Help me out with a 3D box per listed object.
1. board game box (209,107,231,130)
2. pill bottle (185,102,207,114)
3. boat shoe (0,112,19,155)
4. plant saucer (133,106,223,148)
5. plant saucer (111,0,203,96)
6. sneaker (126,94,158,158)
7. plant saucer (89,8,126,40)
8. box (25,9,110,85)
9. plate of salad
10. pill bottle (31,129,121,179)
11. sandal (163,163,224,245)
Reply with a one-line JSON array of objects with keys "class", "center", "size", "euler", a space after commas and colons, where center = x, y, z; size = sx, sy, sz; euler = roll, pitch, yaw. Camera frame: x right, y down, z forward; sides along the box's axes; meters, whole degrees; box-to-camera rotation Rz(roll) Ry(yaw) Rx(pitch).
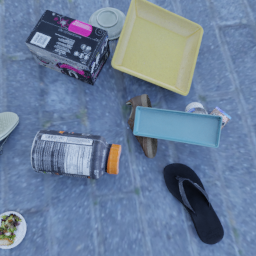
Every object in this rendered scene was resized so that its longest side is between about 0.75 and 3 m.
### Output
[{"class": "board game box", "center": [2.975, -0.205, 9.513], "size": [0.633, 0.385, 0.794], "euler": [40, 76, 13]}, {"class": "pill bottle", "center": [2.221, -0.231, 8.942], "size": [0.726, 0.726, 1.277], "euler": [0, 38, 0]}, {"class": "boat shoe", "center": [-4.539, 0.545, 9.040], "size": [1.007, 0.840, 2.699], "euler": [21, 56, 14]}, {"class": "plant saucer", "center": [1.413, -0.057, 8.306], "size": [2.603, 0.247, 0.910], "euler": [9, 95, 24]}, {"class": "plant saucer", "center": [1.022, -2.773, 9.885], "size": [2.845, 0.689, 2.845], "euler": [20, 75, -13]}, {"class": "sneaker", "center": [0.445, -0.019, 9.386], "size": [0.834, 0.778, 2.208], "euler": [-12, 70, 21]}, {"class": "plant saucer", "center": [-0.784, -4.162, 10.913], "size": [1.551, 0.389, 1.551], "euler": [0, 71, -1]}, {"class": "box", "center": [-2.039, -2.791, 9.906], "size": [2.400, 1.377, 1.586], "euler": [22, 74, 9]}, {"class": "plate of salad", "center": [-3.619, 3.064, 8.433], "size": [1.068, 0.256, 1.068], "euler": [0, 70, 1]}, {"class": "pill bottle", "center": [-1.510, 0.839, 8.635], "size": [2.569, 1.365, 1.365], "euler": [7, 71, 2]}, {"class": "sandal", "center": [2.069, 2.186, 8.567], "size": [1.024, 0.576, 2.692], "euler": [-30, 73, -10]}]
